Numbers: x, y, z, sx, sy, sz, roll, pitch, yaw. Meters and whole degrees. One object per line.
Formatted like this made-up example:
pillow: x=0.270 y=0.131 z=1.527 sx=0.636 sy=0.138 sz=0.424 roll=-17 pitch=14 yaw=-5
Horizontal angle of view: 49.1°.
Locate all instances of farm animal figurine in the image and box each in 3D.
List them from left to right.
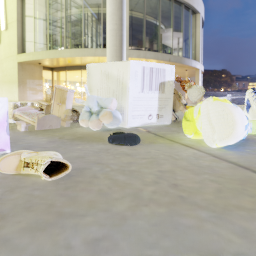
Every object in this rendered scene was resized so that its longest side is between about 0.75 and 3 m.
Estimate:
farm animal figurine: x=1.778 y=-1.372 z=12.578 sx=2.816 sy=1.468 sz=2.785 roll=-37 pitch=25 yaw=10

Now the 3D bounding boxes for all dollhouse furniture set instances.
dollhouse furniture set: x=-3.335 y=-0.914 z=10.189 sx=2.261 sy=1.294 sz=2.651 roll=20 pitch=15 yaw=31

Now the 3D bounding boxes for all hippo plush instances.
hippo plush: x=-0.966 y=-0.402 z=9.595 sx=1.645 sy=1.311 sz=1.323 roll=26 pitch=-13 yaw=29

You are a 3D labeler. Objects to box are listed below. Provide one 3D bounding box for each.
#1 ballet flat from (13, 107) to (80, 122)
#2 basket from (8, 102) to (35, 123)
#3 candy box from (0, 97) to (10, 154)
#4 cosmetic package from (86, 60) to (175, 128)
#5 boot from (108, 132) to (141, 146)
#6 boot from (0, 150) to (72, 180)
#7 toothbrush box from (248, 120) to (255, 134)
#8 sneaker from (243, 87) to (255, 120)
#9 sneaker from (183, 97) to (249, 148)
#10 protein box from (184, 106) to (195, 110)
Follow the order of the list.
ballet flat: x=-3.415 y=-0.571 z=11.971 sx=2.808 sy=0.651 sz=0.946 roll=-2 pitch=16 yaw=-23
basket: x=-5.036 y=-0.742 z=12.749 sx=0.982 sy=0.893 sz=1.448 roll=3 pitch=6 yaw=24
candy box: x=-4.047 y=-0.027 z=5.082 sx=2.996 sy=1.072 sz=2.513 roll=4 pitch=7 yaw=41
cosmetic package: x=0.014 y=-1.408 z=11.376 sx=2.368 sy=2.370 sz=2.872 roll=-4 pitch=10 yaw=-38
boot: x=-0.073 y=0.234 z=6.495 sx=0.793 sy=0.293 sz=0.649 roll=-1 pitch=4 yaw=9
boot: x=-1.253 y=0.506 z=3.741 sx=0.883 sy=0.321 sz=0.686 roll=1 pitch=5 yaw=-27
toothbrush box: x=3.633 y=-0.040 z=8.475 sx=0.922 sy=0.397 sz=0.671 roll=-1 pitch=6 yaw=8
sneaker: x=5.228 y=-0.884 z=11.117 sx=1.063 sy=1.519 sz=2.631 roll=-1 pitch=6 yaw=0
sneaker: x=2.326 y=-0.166 z=6.473 sx=1.486 sy=1.072 sz=2.830 roll=0 pitch=5 yaw=-6
protein box: x=3.218 y=-0.642 z=12.591 sx=1.058 sy=0.719 sz=1.065 roll=-1 pitch=6 yaw=-14
